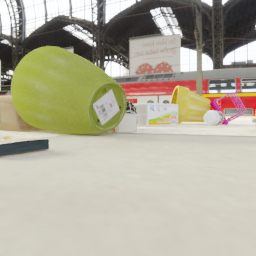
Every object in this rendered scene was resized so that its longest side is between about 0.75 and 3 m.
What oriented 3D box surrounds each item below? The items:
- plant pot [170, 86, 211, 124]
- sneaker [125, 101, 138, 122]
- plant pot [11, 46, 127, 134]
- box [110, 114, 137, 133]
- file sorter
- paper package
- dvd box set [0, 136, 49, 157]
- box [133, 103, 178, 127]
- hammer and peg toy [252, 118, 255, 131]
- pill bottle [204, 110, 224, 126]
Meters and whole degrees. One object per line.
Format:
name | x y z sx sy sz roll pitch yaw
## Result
plant pot | 3.629 -1.233 16.512 2.057 2.187 2.187 11 2 -1
sneaker | -0.696 -0.435 10.377 1.158 1.050 2.727 -4 -1 40
plant pot | -1.421 -0.844 7.804 2.734 2.558 2.558 21 16 41
box | -0.273 -0.171 8.904 0.681 0.580 1.065 -1 3 -31
file sorter | 5.564 -1.126 15.630 1.278 1.416 2.038 -29 -3 11
paper package | -3.653 -0.565 10.345 2.395 1.239 2.283 3 4 39
dvd box set | -1.967 0.252 4.197 1.267 0.186 0.927 2 4 32
box | 1.340 -0.641 13.604 2.105 1.067 1.184 -2 3 -39
hammer and peg toy | 4.798 -0.191 8.235 2.019 0.712 1.485 2 2 28
pill bottle | 4.334 -0.513 14.178 0.775 0.775 1.332 2 3 32
